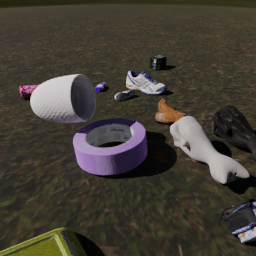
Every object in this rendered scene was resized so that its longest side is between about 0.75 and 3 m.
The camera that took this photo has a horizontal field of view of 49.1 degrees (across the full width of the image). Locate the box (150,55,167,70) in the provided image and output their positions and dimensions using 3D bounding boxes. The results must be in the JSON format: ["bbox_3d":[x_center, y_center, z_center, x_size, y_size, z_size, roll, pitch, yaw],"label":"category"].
[{"bbox_3d":[1.814,-3.949,16.853,0.920,0.683,0.572,-24,38,-35],"label":"box"}]

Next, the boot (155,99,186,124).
[{"bbox_3d":[1.766,-0.625,11.319,1.129,0.538,1.459,6,43,13],"label":"boot"}]

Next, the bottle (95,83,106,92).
[{"bbox_3d":[-1.345,-2.061,14.030,0.328,0.256,0.785,11,32,19],"label":"bottle"}]

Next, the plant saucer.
[{"bbox_3d":[-1.765,3.023,4.637,2.979,0.713,2.975,-14,33,-30],"label":"plant saucer"}]

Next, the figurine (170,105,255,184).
[{"bbox_3d":[3.116,0.568,8.748,2.800,1.205,2.732,-14,37,-22],"label":"figurine"}]

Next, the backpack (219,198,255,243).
[{"bbox_3d":[2.862,2.000,6.259,1.099,1.153,0.889,-13,65,-25],"label":"backpack"}]

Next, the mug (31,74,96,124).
[{"bbox_3d":[-2.075,-0.754,9.280,1.770,2.019,1.490,-3,57,24],"label":"mug"}]

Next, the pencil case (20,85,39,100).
[{"bbox_3d":[-4.269,-1.757,13.133,1.498,0.680,0.702,-12,-1,-17],"label":"pencil case"}]

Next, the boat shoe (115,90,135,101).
[{"bbox_3d":[-0.199,-1.524,13.074,1.091,0.387,0.381,-25,11,-30],"label":"boat shoe"}]

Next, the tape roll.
[{"bbox_3d":[-0.545,0.515,8.903,2.279,0.748,2.279,-4,28,2],"label":"tape roll"}]

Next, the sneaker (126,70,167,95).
[{"bbox_3d":[0.875,-2.259,13.689,2.163,0.953,0.814,14,32,21],"label":"sneaker"}]
